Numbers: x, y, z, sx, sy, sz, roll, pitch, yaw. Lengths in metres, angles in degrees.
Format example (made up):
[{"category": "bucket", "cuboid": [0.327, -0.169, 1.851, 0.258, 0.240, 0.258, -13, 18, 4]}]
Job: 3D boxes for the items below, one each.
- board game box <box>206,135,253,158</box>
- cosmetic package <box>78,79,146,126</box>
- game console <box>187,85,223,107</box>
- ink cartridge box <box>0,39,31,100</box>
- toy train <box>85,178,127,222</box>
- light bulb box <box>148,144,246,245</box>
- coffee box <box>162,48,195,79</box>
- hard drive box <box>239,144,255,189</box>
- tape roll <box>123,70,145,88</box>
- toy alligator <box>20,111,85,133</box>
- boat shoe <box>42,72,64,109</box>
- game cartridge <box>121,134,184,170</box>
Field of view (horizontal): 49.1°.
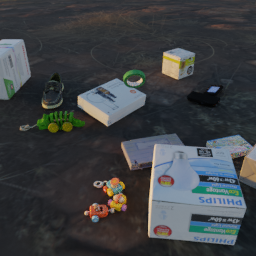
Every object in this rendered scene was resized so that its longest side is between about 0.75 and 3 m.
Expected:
[{"category": "board game box", "cuboid": [3.711, 0.701, 10.203, 1.391, 0.238, 0.935, -9, 34, -14]}, {"category": "cosmetic package", "cuboid": [-0.692, -1.237, 12.601, 1.887, 0.647, 2.503, 34, 46, 25]}, {"category": "game console", "cuboid": [3.964, -1.698, 13.870, 1.406, 0.287, 2.383, 20, 37, 27]}, {"category": "ink cartridge box", "cuboid": [-6.215, -3.063, 14.259, 1.237, 2.134, 2.947, 2, 33, 3]}, {"category": "toy train", "cuboid": [-0.622, 1.953, 8.097, 1.165, 0.431, 1.551, 0, 33, -1]}, {"category": "light bulb box", "cuboid": [1.709, 1.697, 7.592, 2.221, 1.398, 2.241, 3, 33, 5]}, {"category": "coffee box", "cuboid": [2.875, -3.677, 15.998, 1.289, 1.277, 1.291, -24, 40, -32]}, {"category": "hard drive box", "cuboid": [5.137, 1.077, 8.872, 2.108, 1.039, 2.704, 26, 41, 34]}, {"category": "tape roll", "cuboid": [0.249, -1.891, 10.840, 0.843, 0.843, 0.203, -3, 58, -5]}, {"category": "toy alligator", "cuboid": [-3.091, -0.308, 11.320, 2.634, 0.715, 0.781, -3, 33, -5]}, {"category": "boat shoe", "cuboid": [-3.653, -1.874, 13.562, 0.984, 0.905, 2.753, -3, 33, -4]}, {"category": "game cartridge", "cuboid": [0.951, 0.811, 9.942, 2.149, 0.412, 1.393, -8, 30, -12]}]
